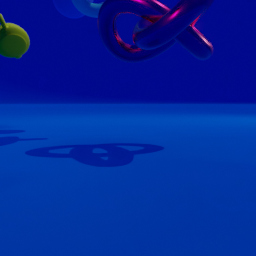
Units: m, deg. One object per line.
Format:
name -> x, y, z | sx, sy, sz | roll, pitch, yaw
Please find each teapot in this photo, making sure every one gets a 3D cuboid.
teapot -> -3.349, -2.512, 8.021 | 0.987, 0.777, 1.587 | -22, -33, -12

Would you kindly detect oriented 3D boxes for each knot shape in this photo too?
knot shape -> -0.625, -2.737, 4.995 | 0.712, 1.443, 1.542 | -3, 19, 25
knot shape -> 0.577, -1.401, 4.009 | 1.641, 0.811, 1.754 | -3, 6, -44

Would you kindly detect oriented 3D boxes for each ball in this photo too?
ball -> -1.274, -3.042, 6.477 | 0.948, 0.948, 0.948 | 0, 5, 0
